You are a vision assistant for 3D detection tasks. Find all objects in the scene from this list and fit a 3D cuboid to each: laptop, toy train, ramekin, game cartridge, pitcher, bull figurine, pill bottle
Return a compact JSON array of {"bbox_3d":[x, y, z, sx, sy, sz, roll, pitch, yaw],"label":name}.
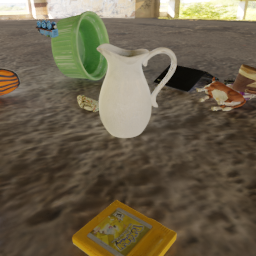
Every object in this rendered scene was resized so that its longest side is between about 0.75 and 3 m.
[{"bbox_3d":[2.624,-2.116,12.493,1.908,1.112,2.153,25,10,40],"label":"laptop"},{"bbox_3d":[-2.777,-3.391,9.573,0.857,0.490,0.372,18,33,24],"label":"toy train"},{"bbox_3d":[-2.073,-3.579,12.471,1.423,2.914,2.914,3,25,23],"label":"ramekin"},{"bbox_3d":[-0.046,1.742,4.456,1.269,0.206,1.119,17,31,34],"label":"game cartridge"},{"bbox_3d":[0.222,-0.980,7.534,2.050,2.389,1.448,3,26,5],"label":"pitcher"},{"bbox_3d":[3.154,-1.189,9.809,1.172,0.629,1.930,-22,33,-17],"label":"bull figurine"},{"bbox_3d":[4.134,-1.308,10.216,1.156,0.649,0.649,-5,26,-13],"label":"pill bottle"}]

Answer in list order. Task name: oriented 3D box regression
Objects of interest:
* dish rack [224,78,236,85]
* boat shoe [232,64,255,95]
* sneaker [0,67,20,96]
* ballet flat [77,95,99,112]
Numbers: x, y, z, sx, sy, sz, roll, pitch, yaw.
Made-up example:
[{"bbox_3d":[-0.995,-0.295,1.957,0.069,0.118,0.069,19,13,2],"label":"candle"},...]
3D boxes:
[{"bbox_3d":[4.584,-1.983,12.035,0.778,0.277,1.014,14,29,24],"label":"dish rack"},{"bbox_3d":[4.888,-1.269,9.739,2.919,1.051,1.053,13,25,-24],"label":"boat shoe"},{"bbox_3d":[-5.390,-1.289,9.918,2.903,1.126,1.626,-11,30,2],"label":"sneaker"},{"bbox_3d":[-1.417,-0.832,9.538,1.236,0.468,0.395,19,55,40],"label":"ballet flat"}]
